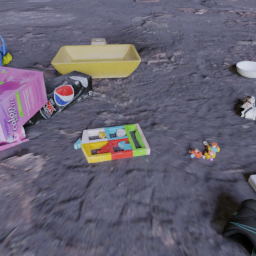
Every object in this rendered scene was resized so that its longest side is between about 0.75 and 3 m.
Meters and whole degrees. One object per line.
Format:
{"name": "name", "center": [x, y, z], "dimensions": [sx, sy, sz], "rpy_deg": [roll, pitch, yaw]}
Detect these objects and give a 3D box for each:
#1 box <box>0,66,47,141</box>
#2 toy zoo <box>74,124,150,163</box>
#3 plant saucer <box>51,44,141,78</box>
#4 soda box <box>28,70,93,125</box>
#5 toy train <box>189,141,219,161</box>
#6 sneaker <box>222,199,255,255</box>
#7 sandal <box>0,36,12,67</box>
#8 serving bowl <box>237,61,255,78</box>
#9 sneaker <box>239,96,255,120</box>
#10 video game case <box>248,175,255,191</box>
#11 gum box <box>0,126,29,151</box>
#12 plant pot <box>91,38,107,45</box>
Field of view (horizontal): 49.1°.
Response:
{"name": "box", "center": [-3.055, -0.663, 6.459], "dimensions": [1.585, 0.871, 1.802], "rpy_deg": [10, 36, 12]}
{"name": "toy zoo", "center": [-0.450, 0.364, 7.021], "dimensions": [1.763, 0.180, 1.157], "rpy_deg": [-8, 35, -11]}
{"name": "plant saucer", "center": [-1.144, -2.516, 10.590], "dimensions": [2.985, 0.723, 2.985], "rpy_deg": [-3, 28, -4]}
{"name": "soda box", "center": [-2.168, -0.997, 8.532], "dimensions": [0.832, 0.744, 2.350], "rpy_deg": [25, 42, 32]}
{"name": "toy train", "center": [1.876, 0.507, 6.782], "dimensions": [0.580, 0.215, 0.772], "rpy_deg": [27, 43, 33]}
{"name": "sneaker", "center": [2.441, 1.991, 4.236], "dimensions": [0.853, 0.812, 2.153], "rpy_deg": [-29, 34, -22]}
{"name": "sandal", "center": [-5.274, -2.752, 10.732], "dimensions": [1.125, 1.232, 2.829], "rpy_deg": [-5, 36, -10]}
{"name": "serving bowl", "center": [4.653, -2.159, 10.596], "dimensions": [1.098, 0.361, 1.098], "rpy_deg": [-1, 34, 0]}
{"name": "sneaker", "center": [3.536, -0.647, 8.336], "dimensions": [0.433, 0.399, 1.083], "rpy_deg": [6, 34, 13]}
{"name": "video game case", "center": [3.606, 1.432, 5.414], "dimensions": [1.842, 0.212, 1.678], "rpy_deg": [-5, 35, -8]}
{"name": "gum box", "center": [-3.712, -0.243, 7.350], "dimensions": [1.387, 0.808, 2.443], "rpy_deg": [-22, 40, -29]}
{"name": "plant pot", "center": [-1.288, -3.489, 12.250], "dimensions": [0.811, 0.718, 0.810], "rpy_deg": [-2, 34, -2]}
